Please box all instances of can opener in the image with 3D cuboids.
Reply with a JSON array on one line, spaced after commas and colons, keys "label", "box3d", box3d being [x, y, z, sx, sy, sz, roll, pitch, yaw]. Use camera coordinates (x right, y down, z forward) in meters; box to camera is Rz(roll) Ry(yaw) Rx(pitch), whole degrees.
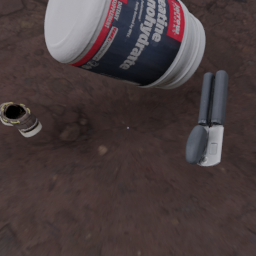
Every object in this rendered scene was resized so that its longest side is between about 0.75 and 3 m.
[{"label": "can opener", "box3d": [1.450, -0.209, 4.960, 0.486, 0.613, 1.846, -1, 66, 39]}]

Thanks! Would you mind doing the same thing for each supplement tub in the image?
[{"label": "supplement tub", "box3d": [-0.007, -1.915, 5.551, 2.791, 1.958, 1.958, 10, 51, -38]}]

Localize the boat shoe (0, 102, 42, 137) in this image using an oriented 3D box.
[{"label": "boat shoe", "box3d": [-2.444, -0.307, 6.071, 0.574, 0.475, 1.597, -42, 44, -22]}]
